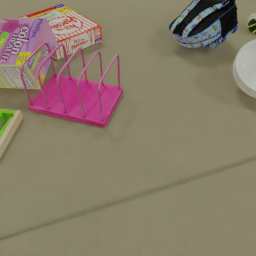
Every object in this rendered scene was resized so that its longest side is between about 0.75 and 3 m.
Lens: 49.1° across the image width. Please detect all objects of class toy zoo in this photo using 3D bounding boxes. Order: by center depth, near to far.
[{"bbox_3d":[-4.379,0.082,7.379,2.642,0.270,1.733,6,47,5],"label":"toy zoo"}]

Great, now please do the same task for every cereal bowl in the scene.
[{"bbox_3d":[4.071,-1.666,8.405,1.918,0.799,1.918,-1,70,3],"label":"cereal bowl"}]

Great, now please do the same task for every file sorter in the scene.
[{"bbox_3d":[-1.522,-1.336,7.895,2.379,1.492,1.653,13,48,12],"label":"file sorter"}]

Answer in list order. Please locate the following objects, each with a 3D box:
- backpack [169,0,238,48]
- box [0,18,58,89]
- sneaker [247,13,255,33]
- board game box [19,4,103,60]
[{"bbox_3d":[2.645,-3.661,10.121,2.088,1.405,1.906,-42,45,-8],"label":"backpack"},{"bbox_3d":[-3.632,-2.329,8.701,2.230,1.078,1.961,4,61,10],"label":"box"},{"bbox_3d":[6.004,-4.313,11.165,2.397,0.904,0.916,6,47,4],"label":"sneaker"},{"bbox_3d":[-2.644,-3.802,10.835,2.090,0.639,2.759,-33,55,-28],"label":"board game box"}]
